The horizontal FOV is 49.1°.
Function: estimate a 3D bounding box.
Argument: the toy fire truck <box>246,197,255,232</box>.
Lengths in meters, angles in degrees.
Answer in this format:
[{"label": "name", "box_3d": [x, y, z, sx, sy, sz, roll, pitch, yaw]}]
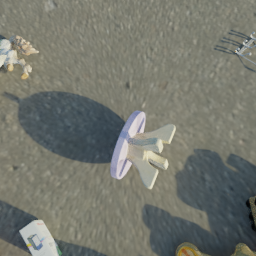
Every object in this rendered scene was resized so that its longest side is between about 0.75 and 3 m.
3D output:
[{"label": "toy fire truck", "box_3d": [3.551, 2.068, 6.818, 0.989, 0.636, 0.870, -3, 72, -14]}]

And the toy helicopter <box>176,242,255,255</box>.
[{"label": "toy helicopter", "box_3d": [2.255, 3.382, 6.346, 2.469, 0.974, 1.633, 16, 82, 16]}]

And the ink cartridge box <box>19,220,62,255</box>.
[{"label": "ink cartridge box", "box_3d": [-2.019, 2.666, 6.526, 0.420, 0.698, 0.961, -33, 75, -10]}]

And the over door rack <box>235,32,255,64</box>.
[{"label": "over door rack", "box_3d": [3.891, -2.247, 8.257, 1.143, 0.381, 0.845, 43, 78, 12]}]

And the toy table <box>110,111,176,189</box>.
[{"label": "toy table", "box_3d": [0.401, 0.506, 6.830, 1.057, 1.659, 1.805, 16, 80, 21]}]

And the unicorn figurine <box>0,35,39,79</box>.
[{"label": "unicorn figurine", "box_3d": [-4.085, -1.775, 7.869, 2.858, 1.055, 1.963, -29, 64, -23]}]
